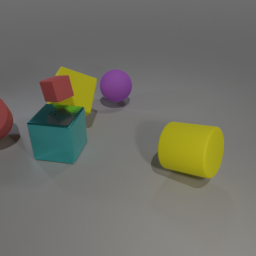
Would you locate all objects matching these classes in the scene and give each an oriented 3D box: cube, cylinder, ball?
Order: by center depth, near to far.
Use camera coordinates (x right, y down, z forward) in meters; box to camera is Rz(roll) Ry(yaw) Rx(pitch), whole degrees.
[{"bbox_3d":[1.779,0.585,7.889,1.400,1.400,1.400,8,30,37],"label":"cylinder"},{"bbox_3d":[-2.295,-1.272,9.046,0.700,0.700,0.700,7,28,39],"label":"cube"},{"bbox_3d":[-2.252,0.154,9.231,1.400,1.400,1.400,5,31,9],"label":"cube"},{"bbox_3d":[-4.685,-0.339,9.416,1.400,1.400,1.400,-10,-4,-17],"label":"cylinder"},{"bbox_3d":[-2.153,-1.227,10.536,1.400,1.400,1.400,16,-17,-24],"label":"cube"},{"bbox_3d":[-0.524,-1.831,12.161,1.400,1.400,1.400,0,31,0],"label":"ball"}]
